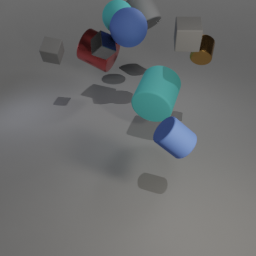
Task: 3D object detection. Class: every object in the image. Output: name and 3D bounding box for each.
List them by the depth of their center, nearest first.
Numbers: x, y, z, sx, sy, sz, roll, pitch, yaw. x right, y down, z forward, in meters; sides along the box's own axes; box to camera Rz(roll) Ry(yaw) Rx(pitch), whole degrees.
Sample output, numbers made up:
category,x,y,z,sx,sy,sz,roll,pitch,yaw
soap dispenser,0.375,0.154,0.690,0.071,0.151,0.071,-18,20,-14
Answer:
category,x,y,z,sx,sy,sz,roll,pitch,yaw
cylinder,1.041,0.215,6.236,0.700,0.700,0.700,37,26,-20
cube,1.684,-2.646,7.910,0.700,0.700,0.700,2,53,4
cylinder,2.411,-2.525,9.072,0.700,0.700,0.700,10,65,16
cylinder,0.986,-1.174,9.626,1.400,1.400,1.400,11,52,17
ball,0.019,-3.700,10.338,1.400,1.400,1.400,0,32,0
cube,-0.944,-3.161,10.731,0.700,0.700,0.700,9,-23,-40
cube,-2.912,-2.972,10.769,0.700,0.700,0.700,11,68,0
cylinder,-1.258,-3.322,12.022,1.400,1.400,1.400,27,37,5
ball,-0.444,-4.921,12.398,1.400,1.400,1.400,0,32,0
cylinder,0.726,-5.699,13.751,1.400,1.400,1.400,-25,0,0
